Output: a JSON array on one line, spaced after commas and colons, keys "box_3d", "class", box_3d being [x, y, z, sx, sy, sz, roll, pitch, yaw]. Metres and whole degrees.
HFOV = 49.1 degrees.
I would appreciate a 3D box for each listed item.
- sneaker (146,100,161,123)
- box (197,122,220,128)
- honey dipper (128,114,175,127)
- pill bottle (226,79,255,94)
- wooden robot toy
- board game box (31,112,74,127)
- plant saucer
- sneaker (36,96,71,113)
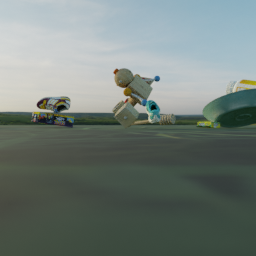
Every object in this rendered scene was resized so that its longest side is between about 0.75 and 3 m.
[{"box_3d": [0.545, -0.416, 5.910, 0.312, 0.321, 0.806, -9, 30, -1], "class": "sneaker"}, {"box_3d": [2.381, -0.093, 8.318, 0.443, 0.183, 0.755, 1, 1, 39], "class": "box"}, {"box_3d": [0.726, -0.221, 10.117, 2.009, 0.381, 0.381, -7, -3, 34], "class": "honey dipper"}, {"box_3d": [3.556, -1.079, 8.270, 0.671, 0.671, 1.190, -1, 14, -42], "class": "pill bottle"}, {"box_3d": [-0.065, -1.027, 7.589, 1.133, 1.167, 2.572, -37, 15, 38], "class": "wooden robot toy"}, {"box_3d": [-2.539, -0.289, 9.351, 1.114, 0.382, 1.347, 10, -1, -27], "class": "board game box"}, {"box_3d": [3.434, -0.479, 8.447, 2.278, 0.409, 2.278, -3, -20, -1], "class": "plant saucer"}, {"box_3d": [-2.297, -0.679, 8.548, 1.077, 0.485, 0.404, -9, -43, 5], "class": "sneaker"}]
